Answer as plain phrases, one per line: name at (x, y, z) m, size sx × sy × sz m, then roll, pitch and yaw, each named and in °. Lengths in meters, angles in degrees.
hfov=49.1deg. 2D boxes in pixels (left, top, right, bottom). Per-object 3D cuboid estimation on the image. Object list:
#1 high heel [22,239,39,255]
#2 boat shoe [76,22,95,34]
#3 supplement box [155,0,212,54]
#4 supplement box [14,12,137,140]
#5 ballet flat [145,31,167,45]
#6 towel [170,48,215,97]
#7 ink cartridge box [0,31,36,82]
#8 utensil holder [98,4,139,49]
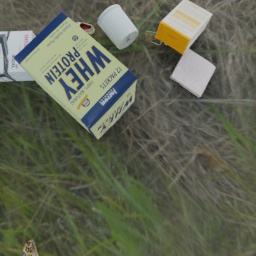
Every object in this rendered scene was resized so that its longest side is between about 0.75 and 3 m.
high heel at (-2.795, 4.185, 8.880) m, size 1.322 × 0.472 × 0.942 m, roll 18°, pitch 88°, yaw 12°
boat shoe at (-1.742, -3.705, 10.223) m, size 1.044 × 0.361 × 0.385 m, roll 8°, pitch 81°, yaw 1°
supplement box at (1.928, -3.521, 9.652) m, size 1.179 × 0.688 × 1.871 m, roll 35°, pitch 59°, yaw 9°
supplement box at (-1.393, -1.358, 8.609) m, size 2.778 × 2.780 × 1.867 m, roll 42°, pitch 83°, yaw 6°
ballet flat at (1.230, -3.231, 10.088) m, size 1.290 × 0.438 × 0.467 m, roll -5°, pitch 115°, yaw -16°
towel at (2.279, -1.938, 9.796) m, size 1.289 × 0.218 × 1.350 m, roll 32°, pitch 75°, yaw -6°
ink cartridge box at (-4.228, -2.478, 9.757) m, size 2.105 × 0.886 × 1.522 m, roll -2°, pitch 81°, yaw 0°
utensil holder at (-0.332, -3.541, 9.901) m, size 1.001 × 1.001 × 1.177 m, roll -37°, pitch 85°, yaw -6°
